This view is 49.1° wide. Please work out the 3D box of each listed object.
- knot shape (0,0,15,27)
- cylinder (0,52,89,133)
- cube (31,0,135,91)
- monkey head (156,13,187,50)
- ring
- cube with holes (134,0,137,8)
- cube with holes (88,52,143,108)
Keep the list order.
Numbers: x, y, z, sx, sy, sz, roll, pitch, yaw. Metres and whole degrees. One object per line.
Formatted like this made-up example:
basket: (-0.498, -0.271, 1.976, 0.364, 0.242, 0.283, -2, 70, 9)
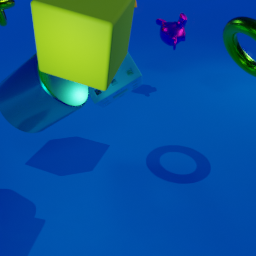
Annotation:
knot shape: (-3.534, -3.187, 7.257, 1.396, 0.645, 1.306, 24, -5, 5)
cylinder: (-1.470, -0.627, 4.885, 1.137, 1.137, 1.137, -26, 20, 30)
cube: (-0.560, -1.299, 3.796, 1.005, 1.005, 1.005, 18, 49, 6)
monkey head: (1.662, -3.625, 10.297, 0.931, 1.112, 1.546, -19, 66, -16)
ring: (2.748, -1.738, 6.198, 0.325, 1.627, 1.627, -41, 40, -1)
cube with holes: (-0.332, -4.930, 10.627, 0.885, 0.885, 0.885, -19, 17, -33)
cube with holes: (-0.485, -1.353, 6.756, 1.222, 1.222, 1.222, -31, -2, 3)
